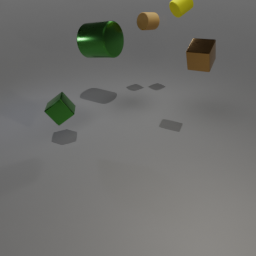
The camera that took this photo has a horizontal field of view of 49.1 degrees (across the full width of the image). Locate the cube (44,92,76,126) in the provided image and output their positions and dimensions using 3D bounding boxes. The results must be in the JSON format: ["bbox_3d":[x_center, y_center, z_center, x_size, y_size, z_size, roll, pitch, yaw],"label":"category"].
[{"bbox_3d":[-2.263,-0.650,9.393,0.700,0.700,0.700,-35,27,12],"label":"cube"}]

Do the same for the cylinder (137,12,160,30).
[{"bbox_3d":[0.848,-4.485,11.770,0.700,0.700,0.700,-19,35,-39],"label":"cylinder"}]

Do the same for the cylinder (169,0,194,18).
[{"bbox_3d":[2.142,-4.934,11.251,0.700,0.700,0.700,-39,41,-8],"label":"cylinder"}]

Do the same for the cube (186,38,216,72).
[{"bbox_3d":[2.224,-2.214,8.501,0.700,0.700,0.700,13,56,26],"label":"cube"}]

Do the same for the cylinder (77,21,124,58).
[{"bbox_3d":[-1.114,-3.578,11.418,1.400,1.400,1.400,9,30,33],"label":"cylinder"}]
